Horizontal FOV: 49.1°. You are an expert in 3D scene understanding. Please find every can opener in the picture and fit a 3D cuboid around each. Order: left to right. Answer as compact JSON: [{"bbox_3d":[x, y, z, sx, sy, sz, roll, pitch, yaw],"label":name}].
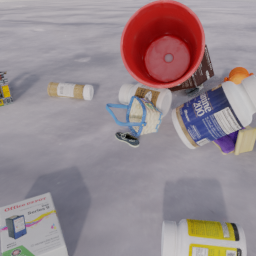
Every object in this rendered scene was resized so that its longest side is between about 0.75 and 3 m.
[{"bbox_3d":[3.147,-1.863,13.276,0.496,0.393,1.492,-17,12,43],"label":"can opener"}]

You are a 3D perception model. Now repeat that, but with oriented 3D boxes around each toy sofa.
[{"bbox_3d":[3.291,-0.047,9.685,1.062,0.901,2.177,-8,32,-15],"label":"toy sofa"}]

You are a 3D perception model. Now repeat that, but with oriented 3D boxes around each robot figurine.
[{"bbox_3d":[5.287,-2.323,13.394,1.197,0.970,1.664,22,34,7],"label":"robot figurine"}]

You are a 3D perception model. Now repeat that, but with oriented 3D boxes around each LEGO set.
[{"bbox_3d":[-6.092,-1.836,12.141,1.860,1.401,2.418,-15,34,-23],"label":"LEGO set"}]

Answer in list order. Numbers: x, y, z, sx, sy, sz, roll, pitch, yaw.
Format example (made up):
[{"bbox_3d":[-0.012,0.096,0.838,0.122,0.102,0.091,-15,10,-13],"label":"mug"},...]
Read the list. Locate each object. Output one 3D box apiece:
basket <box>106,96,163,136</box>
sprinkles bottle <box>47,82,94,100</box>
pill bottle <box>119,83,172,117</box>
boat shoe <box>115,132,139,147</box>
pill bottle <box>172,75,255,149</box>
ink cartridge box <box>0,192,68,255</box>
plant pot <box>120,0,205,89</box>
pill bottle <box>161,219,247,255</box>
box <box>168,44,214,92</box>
[{"bbox_3d":[0.206,-0.473,10.050,1.770,1.231,1.560,-3,31,-24],"label":"basket"},{"bbox_3d":[-2.571,-1.669,12.556,1.990,0.679,0.679,7,32,11],"label":"sprinkles bottle"},{"bbox_3d":[0.669,-1.208,11.377,1.978,1.131,1.131,17,35,27],"label":"pill bottle"},{"bbox_3d":[-0.041,0.327,9.621,0.390,0.322,1.041,-26,40,-36],"label":"boat shoe"},{"bbox_3d":[2.863,-0.518,8.759,2.695,1.496,1.496,-28,22,24],"label":"pill bottle"},{"bbox_3d":[-2.044,2.298,6.002,1.183,0.713,1.629,-13,32,-19],"label":"ink cartridge box"},{"bbox_3d":[1.213,-2.453,9.139,2.552,2.552,2.258,8,3,13],"label":"plant pot"},{"bbox_3d":[1.493,2.349,5.736,1.570,0.897,0.897,4,31,5],"label":"pill bottle"},{"bbox_3d":[2.771,-2.779,13.086,1.563,1.579,1.904,-5,21,45],"label":"box"}]
